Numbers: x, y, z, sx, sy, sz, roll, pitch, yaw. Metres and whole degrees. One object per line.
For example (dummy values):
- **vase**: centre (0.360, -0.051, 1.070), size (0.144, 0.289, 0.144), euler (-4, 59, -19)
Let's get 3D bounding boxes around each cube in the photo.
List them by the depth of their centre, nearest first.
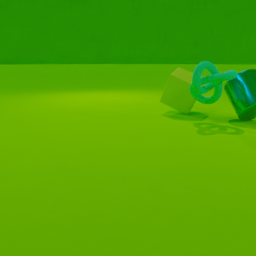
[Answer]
- **cube**: centre (1.774, -1.209, 9.029), size (0.996, 0.996, 0.996), euler (27, 34, 12)

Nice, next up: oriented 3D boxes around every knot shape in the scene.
- **knot shape**: centre (2.262, -1.234, 7.400), size (1.226, 1.311, 0.606), euler (-21, 54, 7)

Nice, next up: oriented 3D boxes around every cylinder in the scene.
- **cylinder**: centre (3.394, -0.912, 7.828), size (1.055, 1.055, 1.055), euler (-14, -27, -7)
